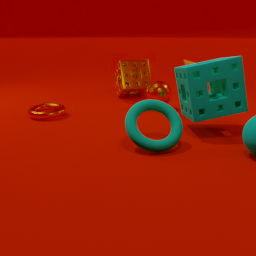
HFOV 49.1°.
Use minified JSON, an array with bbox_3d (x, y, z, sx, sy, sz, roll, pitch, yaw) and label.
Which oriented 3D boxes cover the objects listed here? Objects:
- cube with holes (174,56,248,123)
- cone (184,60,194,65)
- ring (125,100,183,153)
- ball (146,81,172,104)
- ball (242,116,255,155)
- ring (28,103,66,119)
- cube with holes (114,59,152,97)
[{"bbox_3d":[2.151,-1.062,7.464,1.371,1.371,1.371,-12,12,0],"label":"cube with holes"},{"bbox_3d":[2.257,-2.008,9.646,1.010,1.006,1.006,49,38,12],"label":"cone"},{"bbox_3d":[0.618,-0.070,6.617,1.392,0.278,1.392,4,61,-7],"label":"ring"},{"bbox_3d":[1.093,-1.192,9.868,0.918,0.918,0.918,0,20,0],"label":"ball"},{"bbox_3d":[2.992,0.165,6.038,0.971,0.971,0.971,0,20,0],"label":"ball"},{"bbox_3d":[-2.630,-0.557,9.104,1.204,0.241,1.204,-1,21,0],"label":"ring"},{"bbox_3d":[0.172,-1.967,11.215,1.146,1.146,1.146,-5,-8,-15],"label":"cube with holes"}]
